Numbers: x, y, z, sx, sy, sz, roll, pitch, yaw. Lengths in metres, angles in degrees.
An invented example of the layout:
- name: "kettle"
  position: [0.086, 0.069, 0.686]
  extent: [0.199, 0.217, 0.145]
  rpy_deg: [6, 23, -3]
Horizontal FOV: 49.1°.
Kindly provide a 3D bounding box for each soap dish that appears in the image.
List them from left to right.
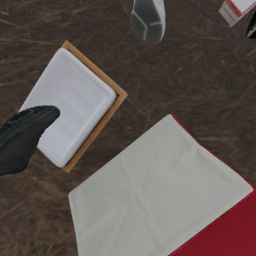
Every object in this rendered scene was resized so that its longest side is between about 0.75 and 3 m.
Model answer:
- name: "soap dish"
  position: [-1.088, -0.376, 5.400]
  extent: [1.557, 0.804, 1.979]
  rpy_deg: [42, 108, 10]

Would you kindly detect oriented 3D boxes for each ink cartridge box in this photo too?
- name: "ink cartridge box"
  position: [2.798, -3.082, 6.785]
  extent: [0.953, 1.636, 0.552]
  rpy_deg: [-40, 90, 13]

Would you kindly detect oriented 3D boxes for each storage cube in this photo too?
- name: "storage cube"
  position: [0.618, 1.367, 3.540]
  extent: [2.172, 1.952, 1.857]
  rpy_deg: [-37, 29, 3]

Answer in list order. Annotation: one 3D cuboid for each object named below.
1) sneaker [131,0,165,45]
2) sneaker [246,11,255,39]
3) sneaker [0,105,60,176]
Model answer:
- name: "sneaker"
  position: [0.579, -3.364, 6.944]
  extent: [0.957, 2.720, 1.090]
  rpy_deg: [17, 55, 26]
- name: "sneaker"
  position: [3.954, -2.932, 6.515]
  extent: [1.238, 2.828, 1.071]
  rpy_deg: [28, 64, 0]
- name: "sneaker"
  position: [-1.601, 0.243, 4.054]
  extent: [1.567, 0.711, 0.595]
  rpy_deg: [-38, 27, -16]
